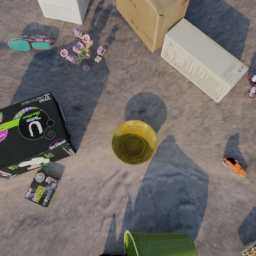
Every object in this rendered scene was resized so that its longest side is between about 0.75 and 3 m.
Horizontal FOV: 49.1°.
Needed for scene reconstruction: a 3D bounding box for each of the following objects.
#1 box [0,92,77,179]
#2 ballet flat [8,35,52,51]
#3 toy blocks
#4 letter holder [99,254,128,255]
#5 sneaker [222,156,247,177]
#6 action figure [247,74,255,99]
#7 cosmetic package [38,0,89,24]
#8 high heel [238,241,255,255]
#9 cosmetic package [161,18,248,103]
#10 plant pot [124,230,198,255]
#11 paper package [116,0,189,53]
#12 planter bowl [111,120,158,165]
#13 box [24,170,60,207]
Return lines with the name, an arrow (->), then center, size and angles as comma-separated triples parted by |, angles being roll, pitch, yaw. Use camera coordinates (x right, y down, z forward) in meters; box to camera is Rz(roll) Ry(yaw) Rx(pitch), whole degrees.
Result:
box -> -3.341, 0.313, 9.302 | 2.608, 1.621, 1.937 | -21, 75, -7
ballet flat -> -3.803, -3.378, 10.989 | 1.650, 0.570, 0.587 | -3, 55, -6
toy blocks -> -1.702, -2.857, 10.281 | 1.298, 1.092, 1.213 | 37, 96, 6
letter holder -> -0.530, 4.665, 8.182 | 0.846, 1.196, 1.683 | -4, 73, 12
sneaker -> 3.700, 1.326, 9.568 | 0.958, 0.537, 0.372 | 35, 77, 9
action figure -> 5.094, -1.257, 10.129 | 1.365, 1.517, 2.037 | -30, 51, 5
cosmetic package -> -2.472, -5.403, 10.761 | 1.666, 1.991, 1.656 | 12, 74, 4
high heel -> 4.301, 4.073, 8.722 | 1.637, 0.584, 1.167 | -21, 68, -15
cosmetic package -> 2.656, -2.409, 10.166 | 2.897, 1.500, 1.059 | 44, 78, 10
plant pot -> 1.006, 3.892, 8.300 | 1.849, 1.947, 1.947 | -5, 73, -14
paper package -> 0.763, -4.596, 10.259 | 1.358, 2.502, 2.625 | -35, 77, -9
planter bowl -> 0.213, 0.559, 9.730 | 1.580, 0.658, 1.580 | 0, 74, 0
box -> -2.899, 2.060, 9.515 | 0.824, 0.228, 1.029 | 22, 75, 6
